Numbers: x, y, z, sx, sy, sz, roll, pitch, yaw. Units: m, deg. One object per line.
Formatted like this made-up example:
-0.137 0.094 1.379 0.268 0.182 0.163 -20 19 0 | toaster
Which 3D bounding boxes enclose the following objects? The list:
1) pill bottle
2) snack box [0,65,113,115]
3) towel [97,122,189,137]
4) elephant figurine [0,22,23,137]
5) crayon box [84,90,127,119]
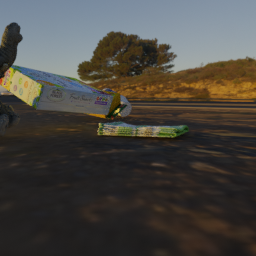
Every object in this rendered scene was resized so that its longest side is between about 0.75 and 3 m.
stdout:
-0.567 -1.076 12.097 0.887 0.887 1.599 -5 26 -37 | pill bottle
-1.792 -0.975 7.383 1.720 0.641 2.419 28 15 34 | snack box
0.368 -0.006 6.271 1.764 0.271 1.316 1 6 22 | towel
-2.931 -0.898 5.355 1.457 2.059 1.598 14 37 11 | elephant figurine
-1.140 -0.984 10.815 1.965 0.499 1.247 13 36 22 | crayon box
